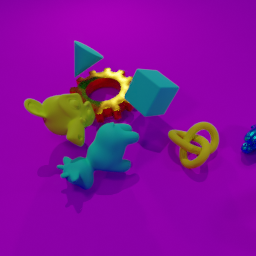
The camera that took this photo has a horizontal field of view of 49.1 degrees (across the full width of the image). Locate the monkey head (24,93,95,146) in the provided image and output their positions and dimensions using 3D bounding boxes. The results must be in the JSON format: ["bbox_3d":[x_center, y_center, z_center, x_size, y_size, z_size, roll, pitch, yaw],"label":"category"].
[{"bbox_3d":[-1.445,-0.118,6.515,1.118,1.855,1.334,-21,54,27],"label":"monkey head"}]

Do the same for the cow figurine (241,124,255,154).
[{"bbox_3d":[3.895,0.294,6.871,1.691,0.943,1.718,-37,54,-22],"label":"cow figurine"}]

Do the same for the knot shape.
[{"bbox_3d":[1.628,0.451,6.894,1.271,0.587,1.189,0,51,8],"label":"knot shape"}]

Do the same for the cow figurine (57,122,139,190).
[{"bbox_3d":[-0.689,0.597,6.307,1.604,1.630,0.895,4,25,-30],"label":"cow figurine"}]

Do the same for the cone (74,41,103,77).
[{"bbox_3d":[-1.341,-1.870,8.136,0.927,0.931,0.927,29,17,-10],"label":"cone"}]

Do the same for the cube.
[{"bbox_3d":[0.594,-0.909,7.201,0.869,0.869,0.869,-9,45,-49],"label":"cube"}]

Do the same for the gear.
[{"bbox_3d":[-0.695,-1.002,8.144,1.943,0.359,1.943,-3,49,3],"label":"gear"}]
